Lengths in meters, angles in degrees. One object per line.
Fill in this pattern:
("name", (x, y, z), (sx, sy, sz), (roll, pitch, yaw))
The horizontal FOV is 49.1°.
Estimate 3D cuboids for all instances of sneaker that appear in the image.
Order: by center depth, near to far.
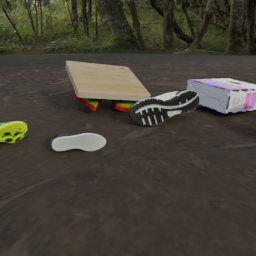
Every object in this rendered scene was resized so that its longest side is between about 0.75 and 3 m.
("sneaker", (-1.243, 0.275, 7.016), (1.318, 0.466, 0.654), (-2, 18, -18))
("sneaker", (-3.414, 0.085, 7.140), (1.687, 0.625, 0.705), (-15, 39, -39))
("sneaker", (1.104, -0.670, 9.165), (2.385, 0.879, 0.954), (-13, 13, -17))

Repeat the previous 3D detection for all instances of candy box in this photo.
("candy box", (3.843, -1.311, 10.833), (2.445, 0.875, 2.051), (-7, 23, -32))

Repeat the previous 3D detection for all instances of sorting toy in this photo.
("sorting toy", (-0.905, -1.528, 10.735), (2.665, 0.927, 2.649), (1, 33, -23))
